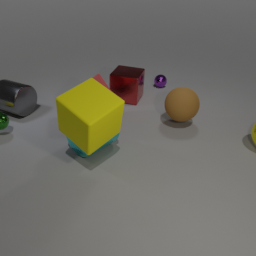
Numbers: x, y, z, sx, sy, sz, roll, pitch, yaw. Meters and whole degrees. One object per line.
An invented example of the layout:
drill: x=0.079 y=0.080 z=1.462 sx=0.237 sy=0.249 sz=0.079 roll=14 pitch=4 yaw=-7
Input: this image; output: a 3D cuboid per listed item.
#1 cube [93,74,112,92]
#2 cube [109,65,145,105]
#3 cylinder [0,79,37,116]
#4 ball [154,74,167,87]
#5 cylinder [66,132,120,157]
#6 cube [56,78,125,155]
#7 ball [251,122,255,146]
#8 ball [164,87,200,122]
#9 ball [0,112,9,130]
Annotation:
cube: x=-1.311 y=-1.125 z=11.619 sx=1.400 sy=1.400 sz=1.400 roll=-32 pitch=33 yaw=5
cube: x=-0.040 y=-2.130 z=13.766 sx=1.400 sy=1.400 sz=1.400 roll=11 pitch=33 yaw=12
cylinder: x=-5.036 y=-1.346 z=12.446 sx=1.400 sy=1.400 sz=1.400 roll=16 pitch=34 yaw=21
ball: x=1.777 y=-2.573 z=15.315 sx=0.700 sy=0.700 sz=0.700 roll=0 pitch=30 yaw=0
cylinder: x=-1.256 y=0.126 z=9.967 sx=1.400 sy=1.400 sz=1.400 roll=23 pitch=37 yaw=34
cube: x=-1.127 y=-0.358 z=8.355 sx=1.400 sy=1.400 sz=1.400 roll=37 pitch=54 yaw=22
ball: x=5.094 y=0.208 z=9.846 sx=1.400 sy=1.400 sz=1.400 roll=0 pitch=30 yaw=0
ball: x=2.182 y=-0.958 z=11.333 sx=1.400 sy=1.400 sz=1.400 roll=0 pitch=30 yaw=0
ball: x=-4.987 y=-0.269 z=10.855 sx=0.700 sy=0.700 sz=0.700 roll=0 pitch=30 yaw=0
